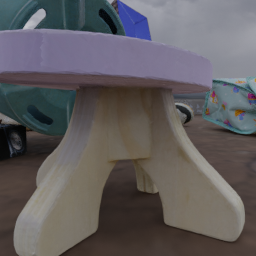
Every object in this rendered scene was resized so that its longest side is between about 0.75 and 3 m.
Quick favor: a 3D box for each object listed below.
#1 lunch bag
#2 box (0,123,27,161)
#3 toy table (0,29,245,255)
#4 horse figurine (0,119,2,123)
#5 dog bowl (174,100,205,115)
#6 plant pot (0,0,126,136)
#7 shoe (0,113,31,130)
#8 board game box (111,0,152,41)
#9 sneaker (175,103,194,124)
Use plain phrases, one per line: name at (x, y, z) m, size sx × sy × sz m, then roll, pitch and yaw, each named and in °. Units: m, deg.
lunch bag at (3.679, -0.634, 7.667) m, size 2.187 × 1.565 × 2.567 m, roll -3°, pitch 14°, yaw -20°
box at (-2.987, 0.258, 3.960) m, size 1.896 × 0.515 × 2.366 m, roll 2°, pitch 6°, yaw 21°
toy table at (-0.083, 0.074, 2.307) m, size 1.950 × 1.242 × 2.121 m, roll 6°, pitch 8°, yaw 44°
horse figurine at (-3.716, 0.054, 6.728) m, size 1.277 × 0.319 × 0.846 m, roll -14°, pitch 7°, yaw -36°
dog bowl at (3.407, -1.275, 16.850) m, size 2.966 × 0.870 × 2.966 m, roll 1°, pitch 6°, yaw 0°
plant pot at (-1.746, -1.376, 4.914) m, size 2.951 × 2.951 × 2.890 m, roll -6°, pitch 26°, yaw -45°
shoe at (-2.694, -0.373, 8.712) m, size 1.013 × 0.774 × 2.898 m, roll 4°, pitch 7°, yaw 35°
board game box at (-0.426, -1.496, 6.197) m, size 0.923 × 1.520 × 1.907 m, roll 16°, pitch -35°, yaw -38°
sneaker at (1.139, -0.360, 9.612) m, size 2.167 × 0.820 × 0.950 m, roll 3°, pitch 24°, yaw 36°
